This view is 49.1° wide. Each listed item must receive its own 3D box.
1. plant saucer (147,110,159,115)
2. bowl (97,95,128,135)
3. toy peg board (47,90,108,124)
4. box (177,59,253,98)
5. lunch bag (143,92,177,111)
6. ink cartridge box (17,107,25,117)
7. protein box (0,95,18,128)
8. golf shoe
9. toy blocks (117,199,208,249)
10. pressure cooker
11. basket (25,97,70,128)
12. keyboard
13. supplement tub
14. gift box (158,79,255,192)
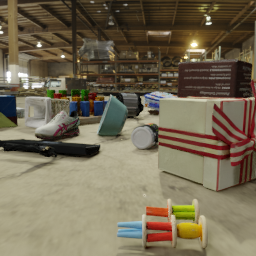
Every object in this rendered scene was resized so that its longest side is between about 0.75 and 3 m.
[{"bbox_3d":[1.669,-0.894,15.966,1.141,0.209,1.141,0,7,0],"label":"plant saucer"},{"bbox_3d":[-0.448,-0.314,8.882,0.694,1.326,1.326,19,5,-10],"label":"bowl"},{"bbox_3d":[-2.221,-1.055,12.842,2.887,1.412,2.875,-8,11,-42],"label":"toy peg board"},{"bbox_3d":[2.914,-1.036,9.441,1.910,2.326,1.930,6,11,36],"label":"box"},{"bbox_3d":[2.084,-1.370,15.384,2.296,0.867,1.839,17,20,29],"label":"lunch bag"},{"bbox_3d":[-6.636,-0.781,14.223,2.248,0.496,2.290,-6,8,-35],"label":"ink cartridge box"},{"bbox_3d":[-5.423,-0.671,10.897,1.747,1.187,1.760,-5,10,-34],"label":"protein box"},{"bbox_3d":[-2.100,-0.099,8.338,0.639,0.810,1.759,5,11,25],"label":"golf shoe"},{"bbox_3d":[0.323,0.940,2.834,0.825,0.300,0.688,0,9,3],"label":"toy blocks"},{"bbox_3d":[0.110,-1.121,13.866,1.350,1.187,1.206,0,-21,-20],"label":"pressure cooker"},{"bbox_3d":[-3.045,-0.571,10.566,1.041,1.144,1.688,-2,7,-44],"label":"basket"},{"bbox_3d":[-1.964,0.447,6.388,2.464,0.254,1.566,2,0,21],"label":"keyboard"},{"bbox_3d":[0.516,0.184,7.116,0.581,0.581,0.948,4,9,26],"label":"supplement tub"},{"bbox_3d":[1.433,0.044,4.645,1.508,1.634,1.526,-12,15,-35],"label":"gift box"}]
